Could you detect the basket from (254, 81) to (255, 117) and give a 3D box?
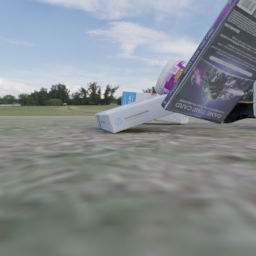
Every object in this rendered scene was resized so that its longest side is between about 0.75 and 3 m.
[{"bbox_3d":[4.095,-1.039,6.560,1.924,1.906,1.547,-2,14,13],"label":"basket"}]

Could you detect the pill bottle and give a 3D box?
[{"bbox_3d":[1.617,-0.852,6.637,1.768,0.992,0.992,32,13,16],"label":"pill bottle"}]

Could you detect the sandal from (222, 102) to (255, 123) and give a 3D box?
[{"bbox_3d":[3.987,-0.647,9.927,0.486,0.763,2.029,26,-22,-36],"label":"sandal"}]

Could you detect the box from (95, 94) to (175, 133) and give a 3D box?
[{"bbox_3d":[0.143,-0.345,6.163,1.523,0.402,1.953,-18,8,-12],"label":"box"}]

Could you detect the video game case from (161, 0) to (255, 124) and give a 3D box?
[{"bbox_3d":[1.491,-0.916,4.167,1.340,1.876,0.178,11,35,-33],"label":"video game case"}]

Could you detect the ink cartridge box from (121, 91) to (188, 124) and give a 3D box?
[{"bbox_3d":[1.265,-0.682,9.849,2.698,0.915,1.553,7,4,20],"label":"ink cartridge box"}]
